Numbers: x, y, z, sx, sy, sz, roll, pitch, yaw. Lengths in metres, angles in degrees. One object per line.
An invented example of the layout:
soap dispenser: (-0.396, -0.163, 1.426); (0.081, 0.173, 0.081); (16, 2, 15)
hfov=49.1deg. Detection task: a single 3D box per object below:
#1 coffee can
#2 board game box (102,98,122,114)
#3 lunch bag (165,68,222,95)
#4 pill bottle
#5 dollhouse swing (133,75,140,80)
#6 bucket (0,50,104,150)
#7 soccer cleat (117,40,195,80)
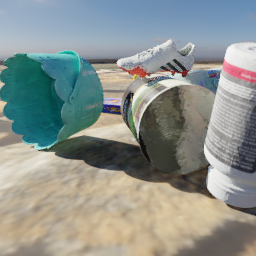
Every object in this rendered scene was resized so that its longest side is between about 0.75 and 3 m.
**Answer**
coffee can: (0.776, -0.234, 5.677); (1.591, 1.591, 2.173); (-2, 16, -9)
board game box: (-0.341, -0.786, 10.019); (1.416, 0.317, 0.952); (7, 20, 24)
lunch bag: (2.161, -1.214, 8.516); (2.783, 1.073, 2.232); (-12, 11, -33)
pill bottle: (1.664, 0.009, 3.714); (1.135, 2.051, 1.135); (4, 27, -2)
dollhouse swing: (0.797, -1.130, 9.279); (1.282, 1.127, 1.165); (11, 7, -36)
bucket: (-1.708, -0.710, 6.392); (2.196, 2.196, 1.429); (11, 22, 34)
soccer cleat: (0.622, -1.449, 5.779); (1.775, 0.756, 0.609); (-5, 39, -24)
